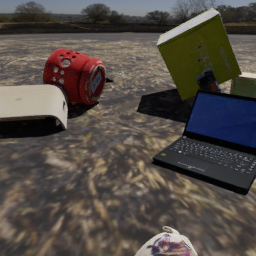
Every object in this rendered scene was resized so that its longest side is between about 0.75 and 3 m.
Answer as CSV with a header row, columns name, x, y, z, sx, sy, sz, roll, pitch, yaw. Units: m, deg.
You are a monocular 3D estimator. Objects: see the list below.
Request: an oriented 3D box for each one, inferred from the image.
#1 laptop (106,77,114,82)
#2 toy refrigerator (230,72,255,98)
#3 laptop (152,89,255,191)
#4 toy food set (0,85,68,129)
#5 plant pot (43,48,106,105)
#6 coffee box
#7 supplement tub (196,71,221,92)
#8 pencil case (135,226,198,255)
name,x,y,z,sx,sy,sz,roll,pitch,yaw
laptop,-1.862,-2.318,13.406,1.759,0.909,1.559,-34,31,-11
toy refrigerator,4.962,-1.349,9.968,2.417,0.918,0.846,16,27,32
laptop,1.982,0.074,6.184,2.018,1.176,2.277,15,27,34
toy food set,-3.172,-0.494,8.321,2.669,0.806,1.915,-4,35,-7
plant pot,-1.768,-1.721,9.839,1.670,1.834,1.834,17,26,16
coffee box,2.616,-2.790,10.501,2.280,2.277,2.255,-23,21,19
supplement tub,2.659,-1.345,9.170,0.579,0.944,0.579,-21,-7,-3
pencil case,0.905,1.811,2.132,1.109,0.965,2.479,-45,40,-16
